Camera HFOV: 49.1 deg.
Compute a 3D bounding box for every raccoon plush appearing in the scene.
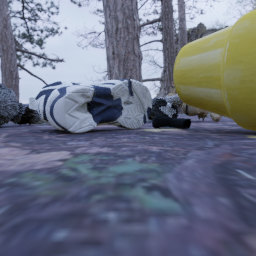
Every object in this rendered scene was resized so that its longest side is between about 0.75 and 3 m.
[{"bbox_3d":[-3.167,-0.616,7.198,2.968,1.436,1.989,-2,12,-37],"label":"raccoon plush"}]

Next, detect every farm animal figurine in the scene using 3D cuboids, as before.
[{"bbox_3d":[3.221,-0.896,11.699,2.577,1.359,2.606,-2,15,-32],"label":"farm animal figurine"}]

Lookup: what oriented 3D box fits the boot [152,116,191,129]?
[{"bbox_3d":[1.098,-0.123,6.897,0.703,0.317,0.857,9,9,39],"label":"boot"}]

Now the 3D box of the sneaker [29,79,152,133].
[{"bbox_3d":[-0.911,-0.582,6.606,1.941,1.191,2.983,14,21,39],"label":"sneaker"}]

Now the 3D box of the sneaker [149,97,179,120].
[{"bbox_3d":[1.178,-0.725,12.071,1.318,0.968,2.914,-2,-1,26],"label":"sneaker"}]

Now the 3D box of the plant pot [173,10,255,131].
[{"bbox_3d":[2.199,-1.107,5.699,2.280,2.280,2.145,-3,7,-40],"label":"plant pot"}]
